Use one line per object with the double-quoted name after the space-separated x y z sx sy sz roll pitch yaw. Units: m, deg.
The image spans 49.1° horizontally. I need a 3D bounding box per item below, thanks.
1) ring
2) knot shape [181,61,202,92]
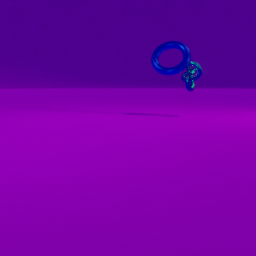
1.694 -2.783 11.116 1.600 1.600 0.320 3 -22 18 "ring"
2.381 -2.006 10.670 0.522 1.129 1.056 9 22 -7 "knot shape"
